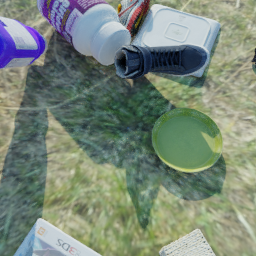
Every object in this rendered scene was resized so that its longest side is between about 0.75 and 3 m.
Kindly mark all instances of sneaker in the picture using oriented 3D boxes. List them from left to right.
[{"bbox_3d":[0.151,-4.064,9.220,0.899,0.851,2.188,19,64,10],"label":"sneaker"},{"bbox_3d":[0.761,-1.729,7.265,2.357,0.896,1.703,5,16,30],"label":"sneaker"}]

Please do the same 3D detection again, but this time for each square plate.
[{"bbox_3d":[1.522,-2.954,8.943,2.447,0.348,2.424,21,65,10],"label":"square plate"}]

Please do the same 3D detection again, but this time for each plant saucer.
[{"bbox_3d":[1.523,0.318,7.308,1.829,0.284,1.829,0,64,0],"label":"plant saucer"}]

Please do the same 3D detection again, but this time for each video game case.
[{"bbox_3d":[-1.598,3.578,5.636,2.381,0.300,2.613,26,66,13],"label":"video game case"}]

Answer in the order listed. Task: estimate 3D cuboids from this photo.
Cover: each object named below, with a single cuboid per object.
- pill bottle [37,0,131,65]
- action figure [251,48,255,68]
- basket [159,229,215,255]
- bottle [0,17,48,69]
[{"bbox_3d":[-1.291,-3.206,8.349,1.618,1.618,2.882,-38,69,-17],"label":"pill bottle"},{"bbox_3d":[4.800,-1.888,7.987,2.201,1.123,1.308,13,53,8],"label":"action figure"},{"bbox_3d":[1.202,2.675,5.739,0.942,0.950,0.764,-23,63,-12],"label":"basket"},{"bbox_3d":[-2.915,-2.168,7.157,0.954,2.922,1.220,-40,99,14],"label":"bottle"}]
